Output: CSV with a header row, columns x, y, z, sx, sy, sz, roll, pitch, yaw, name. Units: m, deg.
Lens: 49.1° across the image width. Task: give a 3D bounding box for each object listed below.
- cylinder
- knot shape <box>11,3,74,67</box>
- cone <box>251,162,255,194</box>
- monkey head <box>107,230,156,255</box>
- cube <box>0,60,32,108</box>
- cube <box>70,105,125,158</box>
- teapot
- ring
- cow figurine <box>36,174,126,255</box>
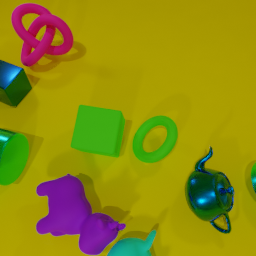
x,y,z,sx,sy,sz,roll,pitch,yaw,name
-3.123,0.576,6.396,1.219,1.219,1.219,13,58,9,cylinder
-2.424,-2.688,8.127,1.739,0.858,1.858,5,97,11,knot shape
3.703,0.974,5.701,1.578,1.584,1.578,13,52,-17,cone
0.055,2.573,5.253,1.447,1.041,0.872,-26,89,-11,monkey head
-3.370,-1.235,7.832,0.836,0.836,0.836,22,60,14,cube
-0.673,0.106,6.701,1.007,1.007,1.007,9,81,6,cube
1.788,1.322,5.956,1.138,0.897,1.831,-4,77,-48,teapot
0.640,0.259,6.848,1.281,0.256,1.281,-25,46,29,ring
-0.984,1.691,5.699,1.717,0.958,1.745,-19,60,13,cow figurine
